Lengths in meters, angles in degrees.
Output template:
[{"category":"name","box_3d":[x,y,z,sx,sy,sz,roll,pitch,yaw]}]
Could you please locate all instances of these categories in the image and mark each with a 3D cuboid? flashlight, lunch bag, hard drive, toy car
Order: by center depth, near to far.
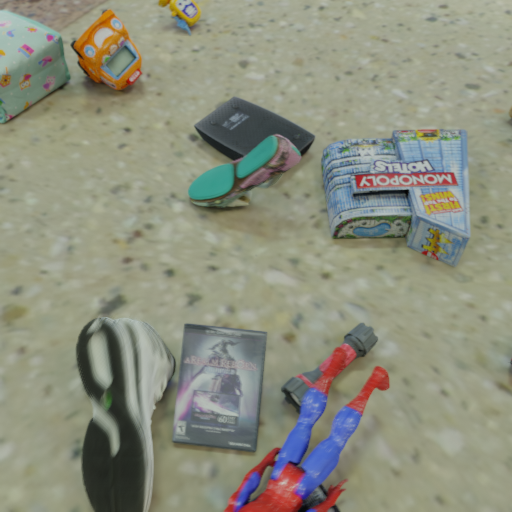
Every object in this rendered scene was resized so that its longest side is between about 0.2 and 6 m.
[{"category":"flashlight","box_3d":[1.080,1.552,7.910,1.581,0.537,0.535,-38,30,-21]},{"category":"hard drive","box_3d":[-0.038,-2.365,11.177,2.109,0.446,1.423,32,58,23]},{"category":"lunch bag","box_3d":[-5.639,-4.263,12.084,2.405,1.467,2.049,31,58,16]},{"category":"toy car","box_3d":[-2.363,-5.136,12.635,1.343,1.979,4.035,43,65,-7]}]

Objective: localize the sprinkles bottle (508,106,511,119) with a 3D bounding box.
[{"category":"sprinkles bottle","box_3d":[5.825,-2.567,11.273,0.550,0.550,1.612,-18,53,-14]}]

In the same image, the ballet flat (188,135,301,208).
[{"category":"ballet flat","box_3d":[-0.179,-1.334,9.809,2.330,0.829,0.806,-24,52,38]}]

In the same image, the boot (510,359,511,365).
[{"category":"boot","box_3d":[4.117,1.743,7.727,1.149,0.558,1.526,28,55,16]}]

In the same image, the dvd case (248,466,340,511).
[{"category":"dvd case","box_3d":[0.190,3.654,6.458,2.136,0.171,1.589,-26,56,-22]}]

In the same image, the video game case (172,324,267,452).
[{"category":"video game case","box_3d":[-0.483,1.746,7.471,1.128,0.150,1.579,5,88,4]}]

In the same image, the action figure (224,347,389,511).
[{"category":"action figure","box_3d":[0.515,2.608,6.738,1.035,0.818,3.163,26,58,25]}]

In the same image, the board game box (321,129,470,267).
[{"category":"board game box","box_3d":[2.629,-1.073,9.884,2.684,0.828,2.682,-1,50,-1]}]

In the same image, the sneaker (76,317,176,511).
[{"category":"sneaker","box_3d":[-1.455,2.051,7.270,0.967,1.475,2.564,-9,82,24]}]
